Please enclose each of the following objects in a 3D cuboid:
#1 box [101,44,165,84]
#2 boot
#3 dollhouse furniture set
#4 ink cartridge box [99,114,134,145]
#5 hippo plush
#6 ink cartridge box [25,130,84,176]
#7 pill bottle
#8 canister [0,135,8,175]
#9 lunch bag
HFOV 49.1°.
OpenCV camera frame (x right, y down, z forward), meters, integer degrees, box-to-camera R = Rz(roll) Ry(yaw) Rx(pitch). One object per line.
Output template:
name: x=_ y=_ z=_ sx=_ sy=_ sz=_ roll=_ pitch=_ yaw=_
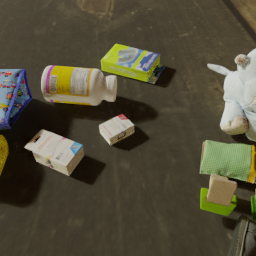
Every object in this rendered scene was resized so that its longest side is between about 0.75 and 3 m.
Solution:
box: x=0.213 y=-2.403 z=10.365 sx=2.099 sy=0.500 sz=1.280 roll=18 pitch=50 yaw=17
boot: x=2.972 y=2.653 z=5.612 sx=1.706 sy=0.619 sz=1.551 roll=26 pitch=53 yaw=14
dollhouse furniture set: x=2.598 y=0.785 z=6.624 sx=1.572 sy=1.204 sz=2.400 roll=11 pitch=38 yaw=11
ink cartridge box: x=-0.325 y=0.033 z=8.153 sx=0.846 sy=0.362 sz=0.625 roll=-28 pitch=53 yaw=-21
hippo plush: x=3.683 y=-1.146 z=7.495 sx=2.184 sy=2.204 sz=2.741 roll=-2 pitch=70 yaw=-2
ink cartridge box: x=-1.957 y=0.631 z=7.519 sx=1.357 sy=0.460 sz=0.781 roll=20 pitch=50 yaw=18
pill bottle: x=-1.497 y=-1.329 z=8.895 sx=2.220 sy=1.158 sz=1.158 roll=6 pitch=47 yaw=4
canister: x=-4.227 y=0.813 z=7.120 sx=1.857 sy=0.804 sz=1.379 roll=0 pitch=49 yaw=2
lunch bag: x=-4.047 y=-0.683 z=8.085 sx=1.811 sy=1.132 sz=2.405 roll=-1 pitch=38 yaw=-1
